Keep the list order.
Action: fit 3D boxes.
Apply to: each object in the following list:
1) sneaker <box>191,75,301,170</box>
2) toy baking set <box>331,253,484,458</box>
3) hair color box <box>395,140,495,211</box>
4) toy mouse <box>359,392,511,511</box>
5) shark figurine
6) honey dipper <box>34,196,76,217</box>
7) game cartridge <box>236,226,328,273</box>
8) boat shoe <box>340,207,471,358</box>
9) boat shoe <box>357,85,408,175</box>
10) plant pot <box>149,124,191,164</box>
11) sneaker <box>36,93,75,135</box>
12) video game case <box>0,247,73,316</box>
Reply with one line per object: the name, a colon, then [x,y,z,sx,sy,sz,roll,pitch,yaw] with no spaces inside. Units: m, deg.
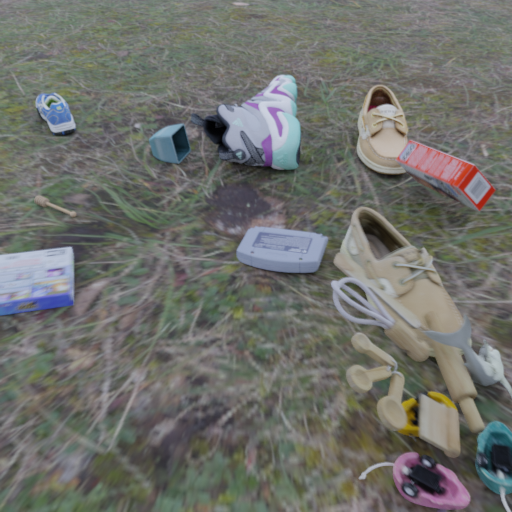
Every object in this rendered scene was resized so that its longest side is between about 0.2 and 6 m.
sneaker: [-0.251,-2.959,11.884,2.235,1.242,3.195,1,37,-1]
toy baking set: [1.645,0.977,6.204,1.837,0.279,2.394,20,43,-29]
hair color box: [3.266,-1.416,9.763,0.857,0.494,1.545,32,8,-37]
toy mouse: [2.093,2.207,5.799,1.947,0.377,1.730,-20,39,-23]
shark figurine: [2.545,1.346,6.652,0.620,1.485,0.888,-30,53,27]
honey dipper: [-3.591,-0.879,10.057,0.917,0.174,0.174,20,42,22]
game cartridge: [0.407,-0.096,8.912,1.327,0.271,0.883,8,34,16]
boat shoe: [2.038,0.288,7.883,0.986,0.888,2.734,-10,39,-17]
boat shoe: [2.650,-2.729,11.768,1.035,0.971,2.808,1,40,-2]
plant pot: [-1.829,-2.323,11.603,0.646,0.634,0.632,4,37,22]
sneaker: [-4.663,-3.459,12.971,0.711,0.723,1.878,-23,42,-25]
video game case: [-3.317,0.365,8.278,1.176,0.267,1.066,-7,41,-12]
